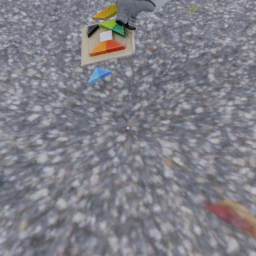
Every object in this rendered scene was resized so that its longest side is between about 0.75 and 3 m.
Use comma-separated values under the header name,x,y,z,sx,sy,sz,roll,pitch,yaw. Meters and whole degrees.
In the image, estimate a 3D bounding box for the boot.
name,x,y,z,sx,sy,sz,roll,pitch,yaw
boot,0.138,-2.314,5.720,1.014,0.668,0.354,-1,2,-35

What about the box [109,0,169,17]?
name,x,y,z,sx,sy,sz,roll,pitch,yaw
box,0.190,-3.692,5.766,1.837,1.574,1.828,-2,72,-49

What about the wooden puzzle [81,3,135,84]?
name,x,y,z,sx,sy,sz,roll,pitch,yaw
wooden puzzle,-0.472,-1.931,6.003,1.333,0.231,1.976,-18,60,12
